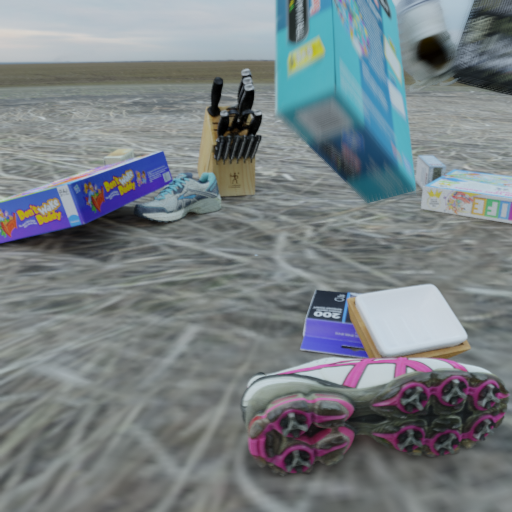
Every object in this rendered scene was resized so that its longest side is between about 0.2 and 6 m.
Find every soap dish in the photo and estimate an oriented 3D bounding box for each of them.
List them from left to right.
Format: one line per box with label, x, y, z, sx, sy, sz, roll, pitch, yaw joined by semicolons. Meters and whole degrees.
soap dish;1.498;0.731;5.634;1.031;0.419;0.811;-6;49;-18

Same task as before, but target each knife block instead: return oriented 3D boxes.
knife block;-0.611;-2.639;11.839;0.934;2.562;2.919;-4;21;-13

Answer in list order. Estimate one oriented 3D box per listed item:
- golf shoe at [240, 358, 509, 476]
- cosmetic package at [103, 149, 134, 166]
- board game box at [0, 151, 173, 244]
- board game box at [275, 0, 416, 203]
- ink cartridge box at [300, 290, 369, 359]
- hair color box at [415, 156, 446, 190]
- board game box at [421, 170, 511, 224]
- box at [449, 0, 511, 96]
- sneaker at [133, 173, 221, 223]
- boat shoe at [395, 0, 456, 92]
golf shoe;0.934;1.093;4.513;2.119;0.769;0.976;-3;21;-7
cosmetic package;-3.256;-2.168;13.380;0.411;0.608;1.155;1;19;3
board game box;-2.975;-1.070;9.689;1.920;0.639;2.856;-10;16;23
board game box;1.117;-2.547;6.946;0.726;3.093;2.335;-14;-27;31
ink cartridge box;1.127;0.741;6.190;1.141;0.250;1.152;5;22;12
hair color box;3.845;-1.815;12.411;0.375;0.612;1.236;2;21;5
board game box;4.846;-1.100;10.710;2.787;0.477;1.874;15;25;33
box;4.109;-3.468;7.956;1.891;2.309;0.995;22;16;23
sneaker;-1.475;-1.135;10.349;1.851;0.799;0.718;-19;26;-41
boat shoe;2.941;-3.268;9.333;0.958;1.106;2.594;-16;-12;16
